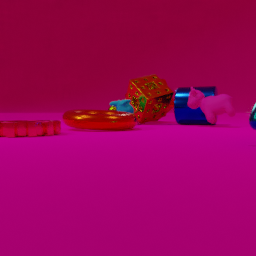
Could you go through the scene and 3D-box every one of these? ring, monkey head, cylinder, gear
[{"bbox_3d":[-0.695,-0.224,7.034,1.867,0.373,1.867,3,7,0],"label":"ring"},{"bbox_3d":[0.041,-0.752,10.896,1.568,1.128,0.945,9,-3,36],"label":"monkey head"},{"bbox_3d":[2.300,-0.747,9.372,1.264,1.264,1.264,1,4,24],"label":"cylinder"},{"bbox_3d":[-2.029,-0.008,5.448,1.390,0.257,1.390,0,3,0],"label":"gear"},{"bbox_3d":[-0.207,-0.607,9.342,0.789,0.661,1.097,-1,7,16],"label":"monkey head"}]

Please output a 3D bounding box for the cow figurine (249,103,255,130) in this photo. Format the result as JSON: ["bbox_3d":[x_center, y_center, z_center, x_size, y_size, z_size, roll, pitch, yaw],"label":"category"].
[{"bbox_3d":[2.216,-0.560,3.660,0.841,1.508,1.533,28,-10,6],"label":"cow figurine"}]

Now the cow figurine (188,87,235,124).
[{"bbox_3d":[2.392,-0.757,8.158,1.241,1.221,0.681,-22,-15,24],"label":"cow figurine"}]

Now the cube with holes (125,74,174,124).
[{"bbox_3d":[0.705,-1.027,9.771,1.107,1.107,1.107,-17,51,-28],"label":"cube with holes"}]

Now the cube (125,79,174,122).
[{"bbox_3d":[0.917,-1.180,11.875,1.363,1.363,1.363,-3,-25,-35],"label":"cube"}]
